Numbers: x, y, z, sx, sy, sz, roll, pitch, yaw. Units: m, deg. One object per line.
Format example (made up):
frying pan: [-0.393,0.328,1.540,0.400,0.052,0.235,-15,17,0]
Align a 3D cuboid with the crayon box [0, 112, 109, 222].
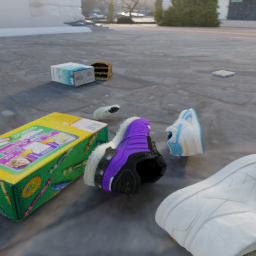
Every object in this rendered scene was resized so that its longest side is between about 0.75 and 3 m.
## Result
crayon box: [-1.945,0.605,6.262,1.755,0.861,2.955,13,27,27]

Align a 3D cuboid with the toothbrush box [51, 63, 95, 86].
toothbrush box: [-2.680,-2.632,13.597,1.771,0.755,1.297,19,30,38]

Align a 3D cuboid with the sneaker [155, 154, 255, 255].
sneaker: [1.969,1.405,4.574,2.688,0.990,1.554,-20,36,-27]

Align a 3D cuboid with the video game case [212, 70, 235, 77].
video game case: [5.144,-2.946,15.085,0.901,0.103,0.820,-17,29,-33]

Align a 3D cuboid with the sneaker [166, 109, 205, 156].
sneaker: [1.467,0.063,7.543,0.888,0.841,2.198,-11,16,11]

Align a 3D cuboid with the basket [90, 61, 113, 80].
basket: [-1.420,-2.928,14.169,1.153,0.823,0.859,5,24,12]

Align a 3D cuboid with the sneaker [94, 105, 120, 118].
sneaker: [-0.686,-0.564,9.211,0.915,0.334,0.324,-21,10,-10]

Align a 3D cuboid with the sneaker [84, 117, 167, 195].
sneaker: [0.248,0.636,6.233,1.370,0.958,2.755,16,28,17]
